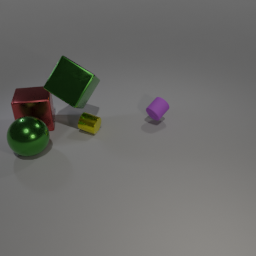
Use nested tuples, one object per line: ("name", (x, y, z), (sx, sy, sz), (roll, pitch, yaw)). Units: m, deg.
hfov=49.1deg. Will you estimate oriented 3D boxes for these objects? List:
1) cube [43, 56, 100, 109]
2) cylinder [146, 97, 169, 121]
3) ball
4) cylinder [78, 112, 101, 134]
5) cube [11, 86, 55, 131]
("cube", (-2.098, -1.694, 10.724), (1.400, 1.400, 1.400), (32, 4, 1))
("cylinder", (1.205, -0.785, 11.400), (0.700, 0.700, 0.700), (29, 69, 38))
("ball", (-3.432, 0.286, 9.671), (1.400, 1.400, 1.400), (0, 32, 0))
("cylinder", (-1.500, -0.191, 10.988), (0.700, 0.700, 0.700), (19, 36, 12))
("cube", (-3.771, -0.752, 11.319), (1.400, 1.400, 1.400), (-6, 33, -10))
